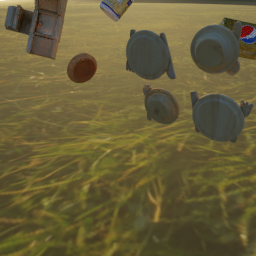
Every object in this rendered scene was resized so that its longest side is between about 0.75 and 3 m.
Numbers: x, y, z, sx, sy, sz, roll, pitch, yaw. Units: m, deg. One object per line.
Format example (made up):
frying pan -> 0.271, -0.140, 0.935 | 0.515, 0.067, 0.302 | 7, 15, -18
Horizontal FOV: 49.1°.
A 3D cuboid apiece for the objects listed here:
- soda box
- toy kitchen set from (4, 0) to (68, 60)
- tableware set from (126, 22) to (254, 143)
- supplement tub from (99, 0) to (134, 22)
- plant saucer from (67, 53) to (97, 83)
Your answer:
soda box -> 2.731, -1.842, 6.033 | 1.669, 0.565, 0.534 | 11, -11, -4
toy kitchen set -> -2.814, -3.237, 7.824 | 1.682, 2.061, 1.860 | 13, 5, -4
tableware set -> 0.900, -0.711, 4.562 | 2.197, 1.835, 0.255 | 12, 36, 35
supplement tub -> -0.301, -3.955, 8.708 | 0.757, 1.042, 0.757 | 39, 7, -6
plant saucer -> -1.225, -1.604, 7.655 | 0.894, 0.894, 0.167 | -17, 45, -28
